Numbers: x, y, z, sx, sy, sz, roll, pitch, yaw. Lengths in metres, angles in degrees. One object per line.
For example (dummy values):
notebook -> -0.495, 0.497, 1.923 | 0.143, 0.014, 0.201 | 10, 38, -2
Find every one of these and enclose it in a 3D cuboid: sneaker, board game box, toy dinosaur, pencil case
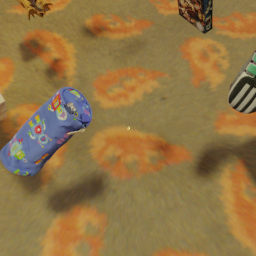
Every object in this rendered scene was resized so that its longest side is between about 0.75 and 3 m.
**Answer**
sneaker -> 2.231, -1.199, 4.326 | 0.752, 2.021, 0.885 | 34, 25, -4
board game box -> 0.845, -1.695, 3.597 | 0.147, 0.849, 0.575 | -35, 59, -3
toy dinosaur -> -2.390, -3.048, 6.281 | 0.656, 2.172, 1.154 | -45, 75, -2
pencil case -> -1.217, 0.109, 4.224 | 1.634, 0.638, 0.710 | -40, 69, 22

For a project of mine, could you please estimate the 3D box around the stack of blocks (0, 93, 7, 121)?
stack of blocks -> -2.940, -0.783, 5.002 | 0.782, 2.669, 1.537 | -33, 100, -22
